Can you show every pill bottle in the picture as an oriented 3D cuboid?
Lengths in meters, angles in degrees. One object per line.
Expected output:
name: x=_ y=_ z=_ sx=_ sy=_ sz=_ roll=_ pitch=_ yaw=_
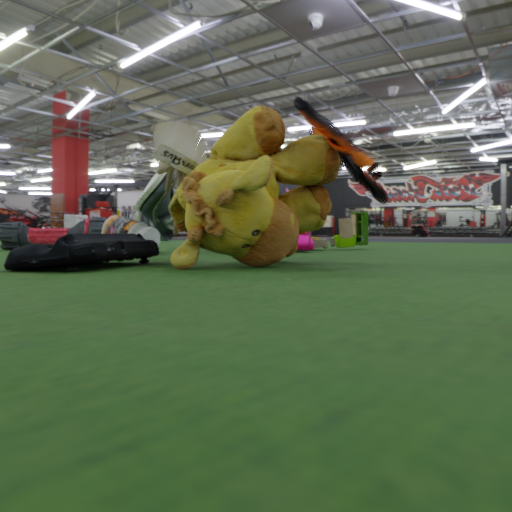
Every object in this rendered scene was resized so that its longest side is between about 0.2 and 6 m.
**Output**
pill bottle: x=-2.662 y=-0.437 z=11.938 sx=1.186 sy=0.690 sz=0.690 roll=15 pitch=10 yaw=33

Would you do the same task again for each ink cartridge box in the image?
ink cartridge box: x=-5.266 y=-0.715 z=16.380 sx=0.410 sy=0.974 sz=0.704 roll=1 pitch=2 yaw=13

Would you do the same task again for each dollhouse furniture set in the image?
dollhouse furniture set: x=1.841 y=-0.665 z=14.737 sx=2.337 sy=0.902 sz=1.168 roll=-4 pitch=4 yaw=-18

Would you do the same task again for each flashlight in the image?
flashlight: x=-5.083 y=-0.563 z=14.130 sx=2.601 sy=0.881 sz=0.884 roll=1 pitch=-2 yaw=-7

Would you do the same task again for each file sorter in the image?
file sorter: x=0.231 y=-0.898 z=13.061 sx=2.130 sy=1.336 sz=1.480 roll=0 pitch=10 yaw=2

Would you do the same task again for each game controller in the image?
game controller: x=-2.202 y=-0.005 z=7.414 sx=1.195 sy=0.482 sz=2.290 roll=-14 pitch=-2 yaw=14

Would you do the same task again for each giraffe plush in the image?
giraffe plush: x=-0.160 y=-0.731 z=7.535 sx=2.714 sy=2.342 sz=2.201 roll=9 pitch=22 yaw=-7

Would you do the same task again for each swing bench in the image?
swing bench: x=-1.168 y=-1.366 z=9.447 sx=0.905 sy=1.395 sz=1.388 roll=-11 pitch=44 yaw=-5

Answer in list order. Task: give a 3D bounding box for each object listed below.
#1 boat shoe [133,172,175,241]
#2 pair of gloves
boat shoe: x=-1.983 y=-1.058 z=12.128 sx=0.980 sy=1.155 sz=3.172 roll=35 pitch=-20 yaw=-6
pair of gloves: x=1.237 y=-1.503 z=8.160 sx=1.689 sy=0.234 sz=1.895 roll=47 pitch=7 yaw=20
